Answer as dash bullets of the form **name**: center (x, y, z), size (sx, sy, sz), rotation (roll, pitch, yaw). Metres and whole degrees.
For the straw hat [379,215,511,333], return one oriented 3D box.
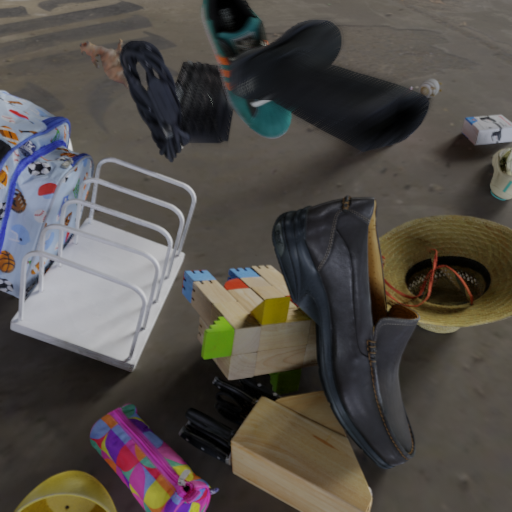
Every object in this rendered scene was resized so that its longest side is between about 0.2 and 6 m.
- **straw hat**: center (3.029, 0.573, 8.968), size (2.769, 1.172, 2.769), rotation (-6, 38, 5)

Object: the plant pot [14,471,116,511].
- **plant pot**: center (-2.084, 2.894, 6.186), size (1.203, 1.203, 0.854), rotation (-7, 14, -9)

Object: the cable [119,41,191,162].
- **cable**: center (-1.684, -2.605, 9.353), size (0.511, 1.642, 2.012), rotation (-27, 89, -16)

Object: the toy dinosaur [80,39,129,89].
- **toy dinosaur**: center (-2.771, -3.613, 10.597), size (0.732, 1.079, 0.463), rotation (-21, 19, 16)

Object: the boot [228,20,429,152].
- **boot**: center (1.435, -2.854, 9.032), size (2.549, 1.015, 3.093), rotation (-36, 45, -24)

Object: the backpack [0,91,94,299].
- **backpack**: center (-4.317, -1.168, 9.558), size (2.738, 3.555, 3.386), rotation (25, 27, -17)

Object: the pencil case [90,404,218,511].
- **pencil case**: center (-1.285, 2.546, 6.802), size (1.763, 0.779, 0.779), rotation (30, 47, 34)

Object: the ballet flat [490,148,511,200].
- **ballet flat**: center (5.736, -2.019, 12.618), size (0.744, 0.744, 2.141), rotation (13, 40, 15)

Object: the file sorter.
- **file sorter**: center (-2.265, -0.007, 8.874), size (1.918, 1.721, 2.764), rotation (20, 40, -3)

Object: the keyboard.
- **keyboard**: center (-1.429, -3.348, 11.869), size (1.936, 0.414, 3.224), rotation (2, 41, 2)

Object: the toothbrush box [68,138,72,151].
- **toothbrush box**: center (-5.492, -2.126, 12.529), size (2.305, 0.992, 1.678), rotation (3, 39, 1)

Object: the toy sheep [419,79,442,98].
- **toy sheep**: center (5.119, -4.932, 16.454), size (0.593, 0.593, 0.860), rotation (31, 49, 33)

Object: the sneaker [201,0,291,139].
- **sneaker**: center (-0.226, -3.830, 11.008), size (1.137, 3.186, 1.273), rotation (-27, 5, -2)

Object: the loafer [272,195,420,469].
- **loafer**: center (1.371, 0.955, 6.808), size (1.257, 3.478, 1.266), rotation (-19, 9, 23)

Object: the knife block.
- **knife block**: center (0.110, 2.465, 6.919), size (1.992, 0.726, 2.269), rotation (-9, 40, -10)

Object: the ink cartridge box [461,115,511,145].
- **ink cartridge box**: center (5.968, -3.242, 14.383), size (1.048, 0.439, 0.761), rotation (-7, 39, -9)

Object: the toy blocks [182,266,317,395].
- **toy blocks**: center (0.240, 0.838, 8.479), size (3.029, 1.514, 2.070), rotation (-3, 22, -27)

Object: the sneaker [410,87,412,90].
- **sneaker**: center (3.613, -4.037, 14.614), size (0.887, 1.401, 2.491), rotation (11, 40, 14)
